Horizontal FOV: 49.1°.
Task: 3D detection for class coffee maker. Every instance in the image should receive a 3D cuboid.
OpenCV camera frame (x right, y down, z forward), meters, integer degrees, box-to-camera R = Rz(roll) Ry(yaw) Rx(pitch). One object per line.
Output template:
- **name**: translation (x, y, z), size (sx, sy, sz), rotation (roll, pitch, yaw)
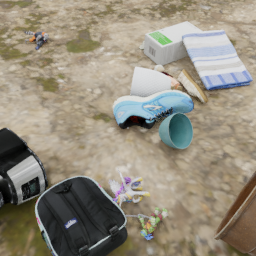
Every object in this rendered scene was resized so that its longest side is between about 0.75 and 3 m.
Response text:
- **coffee maker**: translation (-3.675, 1.136, 6.425), size (2.615, 1.833, 2.722), rotation (49, 46, 8)

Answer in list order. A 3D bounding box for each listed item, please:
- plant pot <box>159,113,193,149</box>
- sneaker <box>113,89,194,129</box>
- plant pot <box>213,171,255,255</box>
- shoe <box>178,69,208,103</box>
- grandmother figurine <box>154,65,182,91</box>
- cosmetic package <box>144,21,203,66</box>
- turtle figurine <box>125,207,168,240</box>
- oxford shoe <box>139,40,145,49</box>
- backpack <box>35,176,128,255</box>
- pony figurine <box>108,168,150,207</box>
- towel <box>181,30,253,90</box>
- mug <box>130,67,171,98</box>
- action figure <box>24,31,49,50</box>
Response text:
- **plant pot**: translation (1.347, 0.111, 8.503), size (1.067, 1.067, 0.719), rotation (-40, 19, -33)
- **sneaker**: translation (0.853, -0.427, 9.113), size (2.637, 1.033, 1.186), rotation (-9, 53, 4)
- **plant pot**: translation (3.500, 1.989, 5.592), size (2.514, 2.540, 2.540), rotation (36, 54, 22)
- **shoe**: translation (2.407, -1.494, 10.476), size (0.470, 0.616, 1.761), rotation (-42, 49, 20)
- **grandmother figurine**: translation (1.494, -1.926, 10.866), size (0.976, 0.488, 1.610), rotation (7, 38, -36)
- **cosmetic package**: translation (2.019, -3.729, 12.326), size (2.380, 1.010, 1.281), rotation (-26, 53, -22)
- **turtle figurine**: translation (0.502, 2.091, 6.611), size (0.806, 0.598, 0.831), rotation (-28, 67, -38)
- **oxford shoe**: translation (0.771, -3.922, 13.099), size (0.305, 0.234, 0.810), rotation (24, 51, 19)
- **backpack**: translation (-1.060, 2.034, 6.111), size (1.655, 1.403, 1.864), rotation (-27, 52, -27)
- **pony figurine**: translation (-0.031, 1.545, 7.211), size (0.957, 0.797, 0.923), rotation (-5, 50, -27)
- **towel**: translation (3.514, -2.808, 11.179), size (2.098, 0.340, 2.857), rotation (-9, 63, -15)
- **mug**: translation (0.830, -1.551, 10.160), size (1.335, 1.124, 1.522), rotation (10, 14, 1)
- **action figure**: translation (-4.284, -4.215, 13.124), size (1.166, 0.631, 1.205), rotation (0, 48, 13)
